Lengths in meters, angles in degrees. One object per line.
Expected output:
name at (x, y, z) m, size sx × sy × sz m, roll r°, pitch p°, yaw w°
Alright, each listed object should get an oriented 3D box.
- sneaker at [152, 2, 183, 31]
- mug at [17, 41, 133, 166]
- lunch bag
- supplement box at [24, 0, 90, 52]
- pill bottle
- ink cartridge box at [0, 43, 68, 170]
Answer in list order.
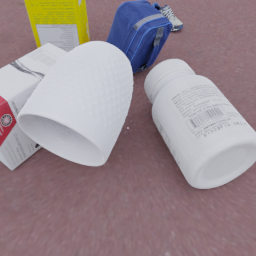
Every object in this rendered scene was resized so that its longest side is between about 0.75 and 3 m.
sneaker at (1.463, -4.365, 10.932) m, size 0.657 × 0.726 × 1.705 m, roll -34°, pitch 57°, yaw -26°
mug at (-0.911, -0.489, 6.174) m, size 1.890 × 2.561 × 2.245 m, roll 22°, pitch 64°, yaw 4°
lunch bag at (0.302, -2.568, 8.434) m, size 1.393 × 2.050 × 1.357 m, roll -27°, pitch 68°, yaw -35°
supplement box at (-2.160, -3.626, 8.873) m, size 1.529 × 2.809 × 1.538 m, roll 1°, pitch 48°, yaw 1°
pill bottle at (1.531, -0.253, 6.622) m, size 1.711 × 1.711 × 2.993 m, roll -15°, pitch 50°, yaw -13°
ink cartridge box at (-2.339, -0.562, 6.772) m, size 1.066 × 1.887 × 2.572 m, roll 30°, pitch 55°, yaw 26°
